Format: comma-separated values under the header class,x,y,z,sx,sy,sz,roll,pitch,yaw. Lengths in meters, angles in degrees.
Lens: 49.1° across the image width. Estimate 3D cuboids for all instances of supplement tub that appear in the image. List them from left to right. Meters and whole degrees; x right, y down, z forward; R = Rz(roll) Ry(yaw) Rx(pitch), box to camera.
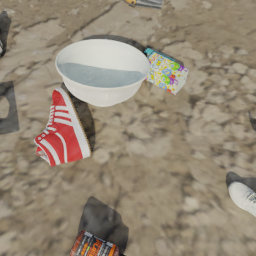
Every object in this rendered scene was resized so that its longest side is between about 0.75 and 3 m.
class,x,y,z,sx,sy,sz,roll,pitch,yaw
supplement tub,-0.585,2.577,5.717,1.098,0.587,0.587,22,59,5

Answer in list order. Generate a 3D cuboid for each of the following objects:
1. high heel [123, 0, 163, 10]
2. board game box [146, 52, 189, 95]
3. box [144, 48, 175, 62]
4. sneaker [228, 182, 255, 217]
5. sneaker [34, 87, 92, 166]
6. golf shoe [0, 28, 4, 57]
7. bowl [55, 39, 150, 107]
class,x,y,z,sx,sy,sz,roll,pitch,yaw
high heel,0.626,-5.693,11.054,1.640,0.821,2.300,8,66,-2
board game box,1.116,-1.670,8.579,1.240,0.650,0.639,32,62,19
box,0.993,-2.164,9.037,1.026,0.422,0.252,30,59,18
sneaker,2.989,1.780,6.362,0.550,0.626,1.563,-33,61,-18
sneaker,-1.965,-0.061,7.432,1.302,0.824,2.314,-20,61,-16
golf shoe,-4.694,-3.099,9.371,0.744,0.904,1.913,-16,60,-11
bowl,-0.713,-1.424,7.977,2.555,1.148,2.555,4,45,-4
